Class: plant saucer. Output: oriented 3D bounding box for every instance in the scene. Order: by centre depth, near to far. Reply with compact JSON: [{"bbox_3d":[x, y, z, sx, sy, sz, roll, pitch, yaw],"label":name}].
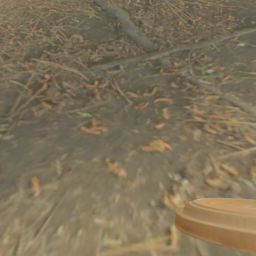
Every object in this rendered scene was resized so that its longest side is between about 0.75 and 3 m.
[{"bbox_3d":[1.340,0.913,2.802,1.723,1.723,0.278,2,83,2],"label":"plant saucer"}]
